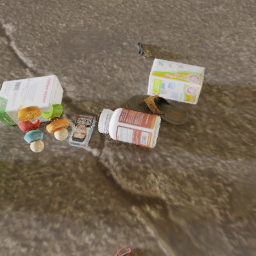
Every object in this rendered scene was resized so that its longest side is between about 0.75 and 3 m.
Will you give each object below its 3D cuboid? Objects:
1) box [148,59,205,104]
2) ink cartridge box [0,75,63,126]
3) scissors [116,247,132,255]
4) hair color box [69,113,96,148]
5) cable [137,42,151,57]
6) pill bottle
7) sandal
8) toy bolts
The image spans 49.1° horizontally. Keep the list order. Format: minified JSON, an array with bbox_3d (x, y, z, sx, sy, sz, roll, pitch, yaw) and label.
[{"bbox_3d":[2.154,-2.089,12.610,2.284,1.285,1.158,13,57,7],"label":"box"},{"bbox_3d":[-4.143,-1.169,11.917,2.426,1.019,1.757,-6,55,8],"label":"ink cartridge box"},{"bbox_3d":[-0.512,4.305,8.938,1.461,0.102,0.534,-20,63,-11],"label":"scissors"},{"bbox_3d":[-1.872,0.096,11.623,0.698,0.428,1.410,10,57,6],"label":"hair color box"},{"bbox_3d":[0.697,-4.049,14.679,0.572,0.296,1.177,-31,47,0],"label":"cable"},{"bbox_3d":[0.067,-0.066,11.216,2.295,1.288,1.288,13,56,9],"label":"pill bottle"},{"bbox_3d":[1.305,-0.907,12.110,2.779,0.758,1.135,22,58,14],"label":"sandal"},{"bbox_3d":[-2.270,0.069,7.139,1.229,1.287,0.892,-6,69,-57],"label":"toy bolts"}]
